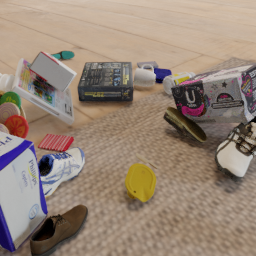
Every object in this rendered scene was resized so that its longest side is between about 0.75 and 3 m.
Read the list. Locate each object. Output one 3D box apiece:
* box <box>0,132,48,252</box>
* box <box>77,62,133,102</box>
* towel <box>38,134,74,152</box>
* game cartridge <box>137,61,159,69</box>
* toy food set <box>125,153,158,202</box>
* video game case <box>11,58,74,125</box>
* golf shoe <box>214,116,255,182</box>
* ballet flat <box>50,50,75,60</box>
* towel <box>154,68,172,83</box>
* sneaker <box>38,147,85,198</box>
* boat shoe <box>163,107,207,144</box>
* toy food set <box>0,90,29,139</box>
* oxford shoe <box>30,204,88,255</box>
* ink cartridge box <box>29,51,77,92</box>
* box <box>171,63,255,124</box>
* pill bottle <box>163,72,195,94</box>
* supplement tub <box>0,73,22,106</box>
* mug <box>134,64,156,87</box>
[{"bbox_3d":[-3.349,1.264,6.478,2.463,2.265,1.292,14,35,20],"label":"box"},{"bbox_3d":[-0.935,-2.179,12.774,2.326,0.753,2.950,-1,34,0],"label":"box"},{"bbox_3d":[-2.422,0.500,9.487,1.033,0.116,0.747,7,37,13],"label":"towel"},{"bbox_3d":[1.051,-3.358,14.996,1.050,0.201,0.680,-6,39,-9],"label":"game cartridge"},{"bbox_3d":[0.317,1.486,7.840,0.859,0.477,1.460,28,39,-2],"label":"toy food set"},{"bbox_3d":[-3.198,-1.462,10.834,2.410,0.314,2.647,33,21,-31],"label":"video game case"},{"bbox_3d":[3.468,0.440,8.399,1.051,1.277,2.703,36,45,5],"label":"golf shoe"},{"bbox_3d":[-3.793,-4.070,15.800,1.520,0.516,0.572,-15,19,-18],"label":"ballet flat"},{"bbox_3d":[1.700,-2.545,13.744,0.930,0.312,1.259,7,35,0],"label":"towel"},{"bbox_3d":[-1.982,1.059,7.954,0.810,0.949,2.153,16,37,24],"label":"sneaker"},{"bbox_3d":[1.966,-0.029,9.826,1.761,0.579,0.629,44,38,20],"label":"boat shoe"},{"bbox_3d":[-4.394,-0.011,8.509,2.762,0.679,2.790,25,78,10],"label":"toy food set"},{"bbox_3d":[-1.537,2.252,6.478,0.586,0.680,1.612,21,38,30],"label":"oxford shoe"},{"bbox_3d":[-2.718,-2.103,10.422,1.385,0.787,1.901,34,6,-14],"label":"ink cartridge box"},{"bbox_3d":[3.142,-1.146,9.691,1.774,1.541,2.685,-28,15,-34],"label":"box"},{"bbox_3d":[2.347,-2.060,12.555,1.450,0.812,0.812,-19,39,-25],"label":"pill bottle"},{"bbox_3d":[-5.487,-1.074,10.107,2.734,1.978,1.978,0,35,-2],"label":"supplement tub"},{"bbox_3d":[0.820,-2.434,12.942,0.920,1.049,0.775,12,-1,9],"label":"mug"}]
